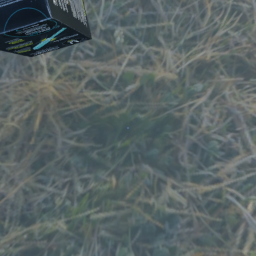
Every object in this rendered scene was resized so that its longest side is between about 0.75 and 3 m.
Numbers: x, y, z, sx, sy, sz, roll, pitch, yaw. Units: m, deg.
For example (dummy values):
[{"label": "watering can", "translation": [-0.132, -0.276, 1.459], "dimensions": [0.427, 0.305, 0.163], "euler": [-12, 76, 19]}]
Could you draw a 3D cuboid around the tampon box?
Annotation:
[{"label": "tampon box", "translation": [-2.105, -2.600, 6.025], "dimensions": [1.820, 2.428, 1.533], "euler": [-12, 96, 11]}]
